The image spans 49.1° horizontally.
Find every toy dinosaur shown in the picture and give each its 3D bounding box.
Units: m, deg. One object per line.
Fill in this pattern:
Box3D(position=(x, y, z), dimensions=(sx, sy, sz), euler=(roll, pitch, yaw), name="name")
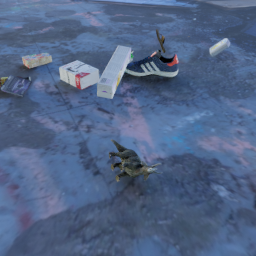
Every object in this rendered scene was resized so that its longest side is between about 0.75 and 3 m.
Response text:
Box3D(position=(0.033, 1.076, 8.730), dimensions=(1.070, 0.805, 2.092), euler=(-5, 27, -29), name="toy dinosaur")

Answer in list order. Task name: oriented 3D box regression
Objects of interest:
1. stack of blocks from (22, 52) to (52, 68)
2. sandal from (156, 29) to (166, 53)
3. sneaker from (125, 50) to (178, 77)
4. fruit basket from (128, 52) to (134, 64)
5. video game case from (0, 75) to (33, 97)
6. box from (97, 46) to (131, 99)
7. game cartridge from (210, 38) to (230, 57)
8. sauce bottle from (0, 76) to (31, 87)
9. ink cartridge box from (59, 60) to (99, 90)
Box3D(position=(-5.015, -3.787, 15.487), dimensions=(1.373, 0.402, 0.790), euler=(-25, 43, -30), name="stack of blocks")
Box3D(position=(1.440, -3.693, 11.816), dimensions=(0.289, 0.432, 1.058), euler=(-21, 78, 13), name="sandal")
Box3D(position=(1.143, -3.378, 14.249), dimensions=(2.868, 1.212, 1.075), euler=(2, 36, 3), name="sneaker")
Box3D(position=(-0.322, -3.378, 14.456), dimensions=(0.605, 1.290, 1.195), euler=(46, 50, -6), name="fruit basket")
Box3D(position=(-5.098, -1.932, 12.806), dimensions=(1.228, 0.117, 0.877), euler=(17, 64, 11), name="video game case")
Box3D(position=(-0.304, -1.388, 6.729), dimensions=(0.379, 0.354, 1.829), euler=(12, 44, 5), name="box")
Box3D(position=(3.675, -3.252, 11.218), dimensions=(0.810, 0.246, 1.215), euler=(-27, 15, 24), name="game cartridge")
Box3D(position=(-5.378, -2.242, 13.329), dimensions=(1.392, 0.459, 0.459), euler=(-10, 37, -10), name="sauce bottle")
Box3D(position=(-2.376, -2.612, 13.641), dimensions=(1.628, 0.675, 1.195), euler=(28, 46, 32), name="ink cartridge box")
